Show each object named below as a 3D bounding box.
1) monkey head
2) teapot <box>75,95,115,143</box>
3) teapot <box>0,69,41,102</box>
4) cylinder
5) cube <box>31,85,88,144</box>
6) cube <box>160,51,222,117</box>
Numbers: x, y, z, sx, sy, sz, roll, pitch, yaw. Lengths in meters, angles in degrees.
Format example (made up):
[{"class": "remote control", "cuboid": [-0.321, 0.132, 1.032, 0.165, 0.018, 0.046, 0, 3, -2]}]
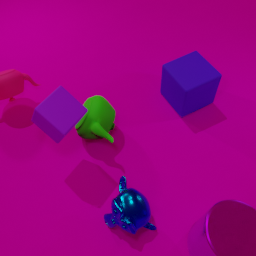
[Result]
[{"class": "monkey head", "cuboid": [-0.018, 1.910, 6.464, 0.886, 1.058, 1.470, -29, 86, -44]}, {"class": "teapot", "cuboid": [-0.816, -0.191, 7.710, 0.994, 1.262, 2.030, 25, 17, -23]}, {"class": "teapot", "cuboid": [-3.496, -1.217, 8.201, 1.791, 0.877, 1.113, -23, 24, -17]}, {"class": "cylinder", "cuboid": [2.035, 2.326, 5.799, 1.319, 1.319, 1.319, 3, 56, -4]}, {"class": "cube", "cuboid": [-1.545, -0.283, 6.283, 0.817, 0.817, 0.817, 43, 62, -7]}, {"class": "cube", "cuboid": [1.831, -1.317, 8.432, 1.233, 1.233, 1.233, -25, 58, -14]}]
